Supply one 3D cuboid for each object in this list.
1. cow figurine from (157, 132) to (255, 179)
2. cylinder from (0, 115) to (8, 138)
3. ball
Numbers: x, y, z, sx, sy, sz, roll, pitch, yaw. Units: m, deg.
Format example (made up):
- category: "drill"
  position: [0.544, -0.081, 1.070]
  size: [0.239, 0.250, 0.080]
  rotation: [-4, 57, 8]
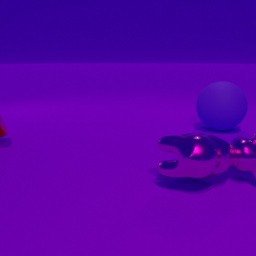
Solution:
- category: "cow figurine"
  position: [1.404, 0.430, 4.315]
  size: [1.532, 0.854, 1.557]
  rotation: [-1, -2, 35]
- category: "cylinder"
  position: [-3.195, -0.027, 6.207]
  size: [0.743, 0.743, 0.743]
  rotation: [-26, 21, -12]
- category: "ball"
  position: [2.538, -0.596, 7.622]
  size: [1.329, 1.329, 1.329]
  rotation: [0, 14, 0]
